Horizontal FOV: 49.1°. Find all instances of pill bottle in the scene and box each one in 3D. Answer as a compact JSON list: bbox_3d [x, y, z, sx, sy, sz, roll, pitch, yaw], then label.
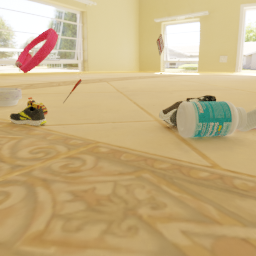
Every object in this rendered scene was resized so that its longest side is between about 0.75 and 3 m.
[{"bbox_3d":[2.493,-0.272,8.342,1.901,1.053,1.053,-2,14,-8],"label":"pill bottle"}]

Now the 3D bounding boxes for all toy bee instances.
[{"bbox_3d":[-3.978,-0.927,11.726,1.269,0.690,0.831,1,16,3],"label":"toy bee"}]

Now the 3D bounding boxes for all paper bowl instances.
[{"bbox_3d":[-6.063,-1.534,13.857,1.533,0.797,1.533,0,14,0],"label":"paper bowl"}]

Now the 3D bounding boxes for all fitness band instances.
[{"bbox_3d":[-1.947,-1.696,6.025,0.974,0.254,1.356,-31,36,18],"label":"fitness band"}]

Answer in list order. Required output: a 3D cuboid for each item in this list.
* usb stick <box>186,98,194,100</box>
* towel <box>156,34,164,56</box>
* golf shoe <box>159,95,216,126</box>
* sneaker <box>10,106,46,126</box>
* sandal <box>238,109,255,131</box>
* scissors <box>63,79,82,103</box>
[{"bbox_3d":[3.690,-1.562,15.290,1.002,0.163,0.278,-2,19,-8],"label":"usb stick"},{"bbox_3d":[1.195,-3.069,10.335,0.089,0.562,0.781,-3,36,22],"label":"towel"},{"bbox_3d":[2.210,-0.673,10.025,1.264,1.040,2.675,14,18,43],"label":"golf shoe"},{"bbox_3d":[-3.558,-0.484,10.000,1.554,0.658,0.579,6,14,22],"label":"sneaker"},{"bbox_3d":[4.212,-0.238,9.381,1.810,0.736,0.445,-7,-25,-23],"label":"sandal"},{"bbox_3d":[-2.271,-1.457,11.221,0.091,1.302,0.476,41,8,-9],"label":"scissors"}]
